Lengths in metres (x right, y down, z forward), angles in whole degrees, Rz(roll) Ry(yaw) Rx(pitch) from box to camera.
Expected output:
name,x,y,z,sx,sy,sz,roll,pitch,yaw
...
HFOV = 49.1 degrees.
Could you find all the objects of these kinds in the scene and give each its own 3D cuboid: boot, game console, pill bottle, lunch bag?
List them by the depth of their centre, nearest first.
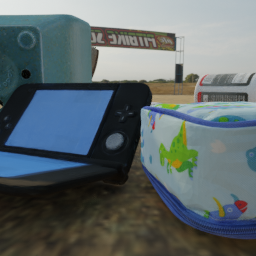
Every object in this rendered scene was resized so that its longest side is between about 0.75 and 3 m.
name,x,y,z,sx,sy,sz,roll,pitch,yaw
lunch bag,1.467,0.201,2.927,2.540,1.047,2.042,-2,10,-14
game console,-1.246,-0.113,3.441,2.518,2.215,1.466,5,-33,25
boot,-2.322,-1.506,8.172,2.161,2.956,1.038,26,-4,-36
pill bottle,4.036,-1.119,10.007,2.923,1.665,1.665,8,12,43

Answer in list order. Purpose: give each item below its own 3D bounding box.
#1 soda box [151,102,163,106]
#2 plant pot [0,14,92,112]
name,x,y,z,sx,sy,sz,roll,pitch,yaw
soda box,0.861,-0.871,12.270,0.493,0.528,1.550,-5,10,-29
plant pot,-2.357,-1.170,6.306,2.872,2.880,2.934,-1,10,-2
